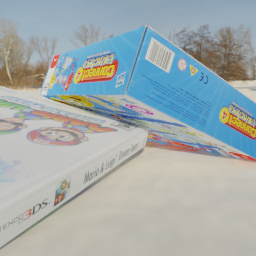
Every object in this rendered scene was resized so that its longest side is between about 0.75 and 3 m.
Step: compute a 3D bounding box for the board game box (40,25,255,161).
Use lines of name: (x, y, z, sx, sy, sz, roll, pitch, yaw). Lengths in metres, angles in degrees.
board game box: (0.313, -0.329, 3.985, 2.410, 0.673, 2.359, 22, -7, -34)

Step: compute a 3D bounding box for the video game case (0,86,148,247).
video game case: (-1.617, -0.013, 2.991, 2.996, 0.355, 2.727, 16, 17, 20)
